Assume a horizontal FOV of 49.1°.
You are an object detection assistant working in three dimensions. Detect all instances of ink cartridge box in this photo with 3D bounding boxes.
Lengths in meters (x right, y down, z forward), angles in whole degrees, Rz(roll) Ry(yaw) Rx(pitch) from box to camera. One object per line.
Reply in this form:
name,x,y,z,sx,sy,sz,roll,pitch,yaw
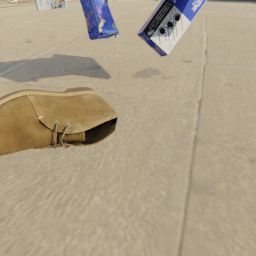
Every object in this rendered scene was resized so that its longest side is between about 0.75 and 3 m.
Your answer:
ink cartridge box,1.592,-3.969,9.880,1.241,2.640,0.584,37,-5,-20

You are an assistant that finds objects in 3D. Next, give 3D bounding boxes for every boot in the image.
boot,-1.012,-0.031,3.680,2.135,0.786,0.805,-21,47,-41

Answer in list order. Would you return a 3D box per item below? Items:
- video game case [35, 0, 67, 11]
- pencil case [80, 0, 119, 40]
video game case,-2.029,-3.529,7.124,0.857,0.941,0.108,-27,28,-38
pencil case,-0.994,-3.780,8.203,0.950,2.434,1.057,-13,22,6
